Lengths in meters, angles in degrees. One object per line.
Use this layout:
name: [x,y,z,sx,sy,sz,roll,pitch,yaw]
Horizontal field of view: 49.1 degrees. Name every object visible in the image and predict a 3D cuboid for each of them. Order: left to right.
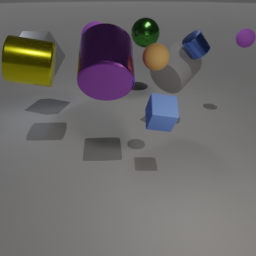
cylinder: [-3.019,-2.054,8.703,1.400,1.400,1.400,6,27,-11]
cube: [-3.695,-2.952,11.463,1.400,1.400,1.400,9,64,23]
ball: [-1.493,-4.261,13.144,1.400,1.400,1.400,0,28,0]
cylinder: [-0.557,-1.656,7.149,1.400,1.400,1.400,-1,57,-2]
ball: [0.851,-4.669,13.741,1.400,1.400,1.400,0,28,0]
ball: [0.730,-1.862,7.348,0.700,0.700,0.700,0,28,0]
cube: [0.875,-0.398,7.368,0.700,0.700,0.700,6,56,-8]
cylinder: [1.766,-2.223,10.292,1.400,1.400,1.400,23,57,36]
cylinder: [2.276,-2.778,9.371,0.700,0.700,0.700,-34,25,18]
ball: [4.493,-3.435,10.712,0.700,0.700,0.700,0,28,0]
